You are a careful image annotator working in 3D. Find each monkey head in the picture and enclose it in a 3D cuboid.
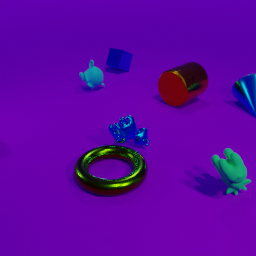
[{"bbox_3d":[-1.415,-2.034,10.899,0.761,1.263,0.909,-39,47,-14],"label":"monkey head"}]

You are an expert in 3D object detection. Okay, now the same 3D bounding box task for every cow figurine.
[{"bbox_3d":[0.062,0.174,7.023,0.547,0.980,0.996,-14,16,48],"label":"cow figurine"},{"bbox_3d":[2.055,0.915,5.450,0.559,1.003,1.019,-30,2,5],"label":"cow figurine"}]

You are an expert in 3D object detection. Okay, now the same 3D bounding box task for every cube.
[{"bbox_3d":[-0.399,-3.178,13.053,0.829,0.829,0.829,19,8,31],"label":"cube"}]

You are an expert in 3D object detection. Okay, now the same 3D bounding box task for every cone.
[{"bbox_3d":[4.159,-0.819,9.177,1.339,1.339,1.344,4,55,7],"label":"cone"}]

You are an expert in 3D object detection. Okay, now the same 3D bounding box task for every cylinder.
[{"bbox_3d":[1.912,-1.540,9.752,1.276,1.276,1.276,-27,38,-35],"label":"cylinder"}]

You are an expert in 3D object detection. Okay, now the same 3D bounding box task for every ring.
[{"bbox_3d":[-0.384,0.902,6.329,1.675,0.335,1.675,0,29,0],"label":"ring"}]
